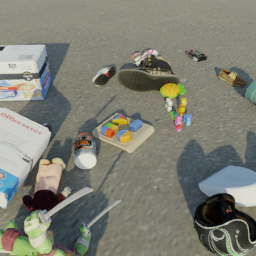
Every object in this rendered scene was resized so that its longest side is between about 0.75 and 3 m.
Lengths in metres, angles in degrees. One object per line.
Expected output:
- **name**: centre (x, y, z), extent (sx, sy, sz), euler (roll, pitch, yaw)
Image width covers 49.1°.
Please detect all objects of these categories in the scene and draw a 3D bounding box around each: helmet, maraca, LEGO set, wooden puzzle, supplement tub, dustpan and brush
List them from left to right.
- **supplement tub**: centre (-1.430, 0.741, 9.355), extent (0.719, 0.719, 1.174), euler (-6, 37, -8)
- **wooden puzzle**: centre (-0.166, 0.040, 10.523), extent (1.805, 0.418, 1.672), euler (24, 43, 28)
- **maraca**: centre (2.023, -1.700, 12.632), extent (1.160, 0.620, 0.795), euler (-9, 57, -8)
- **LEGO set**: centre (2.085, -0.742, 11.271), extent (0.699, 0.752, 1.833), euler (-5, 38, -8)
- **helmet**: centre (2.353, 2.400, 6.691), extent (1.402, 1.337, 1.402), euler (-28, 22, 12)
- **dustpan and brush**: centre (3.446, 1.789, 7.693), extent (1.744, 0.715, 2.499), euler (-20, 13, -33)

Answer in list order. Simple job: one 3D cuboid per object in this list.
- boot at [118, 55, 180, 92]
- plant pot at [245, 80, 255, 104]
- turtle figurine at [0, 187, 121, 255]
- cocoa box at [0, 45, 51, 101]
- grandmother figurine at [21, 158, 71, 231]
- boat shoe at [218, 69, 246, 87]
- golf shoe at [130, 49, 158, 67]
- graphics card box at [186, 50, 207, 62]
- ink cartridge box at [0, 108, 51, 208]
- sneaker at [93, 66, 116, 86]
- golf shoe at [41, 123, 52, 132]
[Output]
- **boot**: centre (0.942, -2.737, 13.619), extent (2.883, 1.055, 2.171), euler (2, 38, -3)
- **plant pot**: centre (5.855, -1.288, 11.679), extent (1.296, 1.296, 1.270), euler (-12, 47, -15)
- **turtle figurine**: centre (-1.713, 2.273, 6.320), extent (2.765, 2.851, 2.052), euler (7, 6, 16)
- **cocoa box**: centre (-5.176, -2.481, 12.591), extent (2.903, 1.905, 1.936), euler (-1, 37, -2)
- **grandmother figurine**: centre (-2.323, 1.904, 7.929), extent (1.436, 0.717, 2.368), euler (-12, 39, 12)
- **boat shoe**: centre (5.084, -2.481, 13.720), extent (0.550, 0.537, 1.453), euler (-30, 47, -33)
- **golf shoe**: centre (1.013, -3.823, 15.518), extent (1.830, 0.664, 0.842), euler (-26, 72, -32)
- **graphics card box**: centre (3.955, -4.168, 16.148), extent (0.673, 0.273, 1.073), euler (-19, 40, -24)
- **ink cartridge box**: centre (-3.729, 0.805, 8.341), extent (1.812, 1.063, 2.475), euler (26, 44, -3)
- **sneaker**: centre (-1.316, -2.531, 13.908), extent (0.754, 0.568, 1.612), euler (1, 36, 41)
- **golf shoe**: centre (-3.442, 0.255, 10.124), extent (0.715, 0.563, 1.552), euler (20, 42, 24)
